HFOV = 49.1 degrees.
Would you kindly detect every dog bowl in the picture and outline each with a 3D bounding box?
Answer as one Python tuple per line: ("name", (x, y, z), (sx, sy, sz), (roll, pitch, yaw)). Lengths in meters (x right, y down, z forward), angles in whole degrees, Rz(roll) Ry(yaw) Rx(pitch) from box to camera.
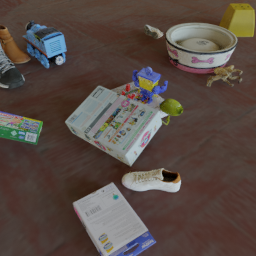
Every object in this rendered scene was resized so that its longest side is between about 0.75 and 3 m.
("dog bowl", (3.009, -3.396, 11.913), (2.949, 1.087, 2.949), (0, 41, 0))

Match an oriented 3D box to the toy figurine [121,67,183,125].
("toy figurine", (0.669, -1.219, 8.721), (2.183, 1.308, 1.152), (28, 48, 27))

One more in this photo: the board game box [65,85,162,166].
("board game box", (-0.422, -0.147, 8.274), (2.276, 0.732, 1.679), (26, 65, 28))

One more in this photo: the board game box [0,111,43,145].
("board game box", (-3.618, -0.152, 7.744), (2.337, 0.340, 1.572), (14, 11, -16))

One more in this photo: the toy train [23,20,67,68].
("toy train", (-3.543, -3.593, 11.827), (1.117, 1.473, 2.577), (-28, 49, -28))

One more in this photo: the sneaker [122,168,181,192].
("sneaker", (0.586, 1.231, 7.117), (1.500, 0.635, 0.546), (1, 44, 4))

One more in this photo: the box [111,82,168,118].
("box", (0.304, -0.859, 9.611), (1.504, 0.397, 1.929), (-24, 48, -23))

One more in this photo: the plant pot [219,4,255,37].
("plant pot", (5.569, -5.476, 14.100), (1.411, 1.245, 1.411), (0, 43, 0))

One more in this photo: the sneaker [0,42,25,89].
("sneaker", (-4.954, -2.614, 10.698), (0.995, 1.532, 2.653), (-31, 50, -29))

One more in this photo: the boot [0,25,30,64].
("boot", (-4.949, -3.548, 11.866), (1.753, 1.356, 0.646), (24, 47, 24))

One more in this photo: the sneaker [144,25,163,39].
("sneaker", (1.257, -4.825, 14.050), (0.475, 0.417, 1.185), (-24, 54, -32))

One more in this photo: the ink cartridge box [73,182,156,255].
("ink cartridge box", (-0.344, 2.157, 6.273), (1.103, 0.388, 1.849), (-24, 44, -24))

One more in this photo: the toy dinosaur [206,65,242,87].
("toy dinosaur", (3.914, -2.162, 10.912), (2.065, 0.601, 1.044), (-34, 50, -31))
